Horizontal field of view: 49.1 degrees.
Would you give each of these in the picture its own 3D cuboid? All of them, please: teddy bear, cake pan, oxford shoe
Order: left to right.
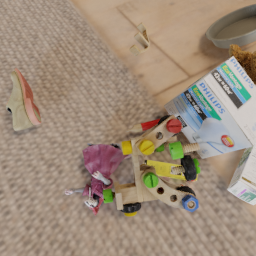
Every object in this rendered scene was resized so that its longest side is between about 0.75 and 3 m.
[{"bbox_3d":[-3.187,-0.881,8.076,0.814,0.780,2.205,-25,55,-5],"label":"oxford shoe"},{"bbox_3d":[3.919,-3.478,9.570,2.436,0.447,2.436,-22,31,15],"label":"cake pan"},{"bbox_3d":[3.800,-1.740,8.404,0.722,1.568,2.163,-27,33,-9],"label":"teddy bear"}]

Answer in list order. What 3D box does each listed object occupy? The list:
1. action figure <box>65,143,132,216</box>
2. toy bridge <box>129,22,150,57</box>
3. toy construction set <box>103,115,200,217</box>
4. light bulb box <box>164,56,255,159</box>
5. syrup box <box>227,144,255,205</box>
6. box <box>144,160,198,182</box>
[{"bbox_3d":[-0.690,1.270,6.964,1.181,1.313,1.763,-15,64,40],"label":"action figure"},{"bbox_3d":[0.450,-2.807,9.037,0.578,0.234,1.719,42,40,-25],"label":"toy bridge"},{"bbox_3d":[0.311,0.765,6.567,2.062,2.238,2.684,-13,31,0],"label":"toy construction set"},{"bbox_3d":[2.197,-0.400,6.921,1.166,1.868,1.851,-37,90,-25],"label":"light bulb box"},{"bbox_3d":[3.295,0.918,7.087,0.760,0.735,1.867,29,61,12],"label":"syrup box"},{"bbox_3d":[1.058,1.084,7.124,1.355,0.510,0.340,8,76,4],"label":"box"}]
